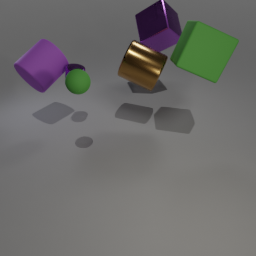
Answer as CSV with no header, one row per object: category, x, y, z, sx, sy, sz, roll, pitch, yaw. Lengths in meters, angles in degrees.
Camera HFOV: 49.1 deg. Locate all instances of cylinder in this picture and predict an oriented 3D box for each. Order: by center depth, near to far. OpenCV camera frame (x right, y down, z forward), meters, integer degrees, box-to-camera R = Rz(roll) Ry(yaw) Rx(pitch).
cylinder,-1.926,-1.886,10.182,0.700,0.700,0.700,8,34,-5
cylinder,0.529,-2.254,10.188,1.400,1.400,1.400,26,34,-1
cylinder,-3.129,-2.255,10.215,1.400,1.400,1.400,26,67,35

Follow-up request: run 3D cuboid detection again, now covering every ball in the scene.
ball,-1.390,-1.281,7.771,0.700,0.700,0.700,0,32,0

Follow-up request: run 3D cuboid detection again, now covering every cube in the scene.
cube,2.335,-2.450,8.879,1.400,1.400,1.400,21,20,-8
cube,1.344,-4.308,12.020,1.400,1.400,1.400,-19,-17,33
